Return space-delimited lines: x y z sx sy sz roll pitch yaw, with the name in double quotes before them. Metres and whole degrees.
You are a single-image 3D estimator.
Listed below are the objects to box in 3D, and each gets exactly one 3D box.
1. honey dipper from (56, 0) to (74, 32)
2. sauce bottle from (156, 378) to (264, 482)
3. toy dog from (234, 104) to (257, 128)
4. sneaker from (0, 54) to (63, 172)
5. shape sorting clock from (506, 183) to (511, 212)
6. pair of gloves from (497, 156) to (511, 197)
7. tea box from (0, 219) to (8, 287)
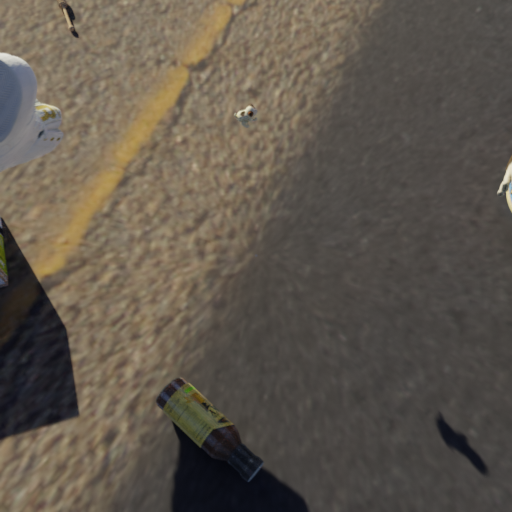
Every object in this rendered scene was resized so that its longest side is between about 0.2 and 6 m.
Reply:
"honey dipper" -4.076 -5.201 12.029 0.194 0.194 1.024 -21 65 -11
"sauce bottle" -0.631 2.414 7.772 1.694 0.548 0.548 39 68 16
"toy dog" -0.120 -2.065 8.128 0.321 0.331 0.231 23 65 -28
"sneaker" -3.068 -1.851 7.180 0.925 2.511 1.451 54 45 -7
"shape sorting clock" 5.307 -0.969 9.646 1.975 0.387 1.975 0 62 0
"pair of gloves" 3.464 -1.830 6.727 0.377 2.153 1.830 19 77 17
"tea box" -4.942 -0.167 8.845 1.544 1.031 1.519 -15 63 -8
